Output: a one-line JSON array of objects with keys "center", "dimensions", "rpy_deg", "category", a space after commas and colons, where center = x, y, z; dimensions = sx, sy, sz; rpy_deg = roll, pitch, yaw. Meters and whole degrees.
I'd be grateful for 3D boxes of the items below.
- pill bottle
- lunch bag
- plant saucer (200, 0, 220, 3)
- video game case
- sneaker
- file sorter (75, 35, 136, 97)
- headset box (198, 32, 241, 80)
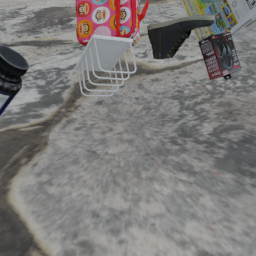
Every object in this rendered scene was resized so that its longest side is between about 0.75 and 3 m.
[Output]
[{"center": [-2.985, -0.891, 6.151], "dimensions": [0.995, 1.779, 0.995], "rpy_deg": [39, 20, -17], "category": "pill bottle"}, {"center": [-0.410, -3.299, 7.804], "dimensions": [2.007, 2.278, 0.933], "rpy_deg": [-5, -10, 16], "category": "lunch bag"}, {"center": [1.887, -3.334, 6.179], "dimensions": [1.052, 1.052, 0.202], "rpy_deg": [-4, 22, -6], "category": "plant saucer"}, {"center": [2.900, -4.035, 8.856], "dimensions": [0.298, 2.371, 2.605], "rpy_deg": [1, 64, -38], "category": "video game case"}, {"center": [1.512, -2.542, 7.880], "dimensions": [1.950, 1.036, 0.729], "rpy_deg": [2, 22, 36], "category": "sneaker"}, {"center": [-0.548, -1.388, 6.624], "dimensions": [0.972, 1.400, 0.872], "rpy_deg": [-3, 74, -27], "category": "file sorter"}, {"center": [2.219, -1.675, 6.700], "dimensions": [0.800, 1.074, 0.415], "rpy_deg": [-21, 4, -34], "category": "headset box"}]
